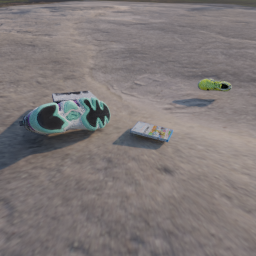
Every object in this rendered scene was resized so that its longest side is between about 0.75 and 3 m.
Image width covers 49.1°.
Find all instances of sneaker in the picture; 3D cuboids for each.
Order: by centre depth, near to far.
[{"bbox_3d":[-1.705,-0.290,7.372,2.253,0.876,1.576,-3,-2,-43],"label":"sneaker"},{"bbox_3d":[2.887,-1.438,9.308,1.125,0.424,0.430,3,5,6],"label":"sneaker"}]

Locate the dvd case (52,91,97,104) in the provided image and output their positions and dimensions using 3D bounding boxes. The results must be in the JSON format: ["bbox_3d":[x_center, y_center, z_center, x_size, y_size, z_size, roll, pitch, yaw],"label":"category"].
[{"bbox_3d":[-1.617,-0.886,8.284,1.189,0.196,1.582,-6,17,-15],"label":"dvd case"}]

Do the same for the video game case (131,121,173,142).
[{"bbox_3d":[0.640,0.086,7.345,0.990,0.088,0.709,14,24,14],"label":"video game case"}]
